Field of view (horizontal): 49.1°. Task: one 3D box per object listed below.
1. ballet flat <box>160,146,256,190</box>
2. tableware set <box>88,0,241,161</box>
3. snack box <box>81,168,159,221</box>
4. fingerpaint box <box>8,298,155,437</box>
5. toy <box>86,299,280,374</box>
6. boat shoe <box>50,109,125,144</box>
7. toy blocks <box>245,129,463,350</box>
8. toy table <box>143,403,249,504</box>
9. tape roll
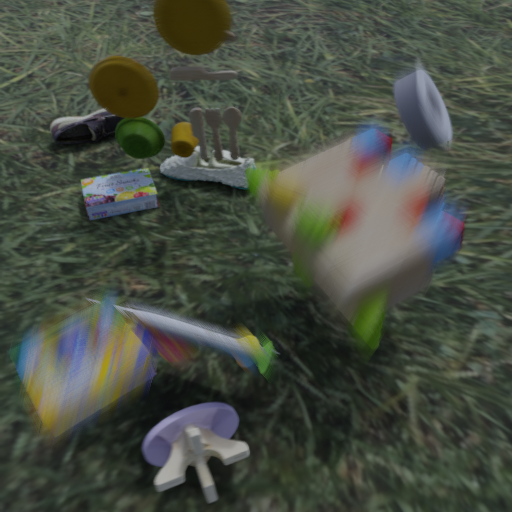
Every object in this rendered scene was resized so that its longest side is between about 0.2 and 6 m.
[{"bbox_3d":[-0.967,-1.908,11.520,2.128,0.763,0.763,10,42,13],"label":"ballet flat"},{"bbox_3d":[-1.627,-3.275,9.681,2.657,3.944,0.605,0,49,5],"label":"tableware set"},{"bbox_3d":[-2.677,-1.225,10.975,1.354,0.359,0.963,-13,43,-14],"label":"snack box"},{"bbox_3d":[-1.731,1.070,5.591,1.112,0.408,0.928,-29,51,-22],"label":"fingerpaint box"},{"bbox_3d":[-0.908,1.076,7.026,2.242,1.291,0.529,10,80,15],"label":"toy"},{"bbox_3d":[-3.699,-2.869,12.692,1.843,0.663,0.597,-11,51,-13],"label":"boat shoe"},{"bbox_3d":[1.578,-0.563,7.774,2.219,1.622,3.246,-26,46,-11],"label":"toy blocks"},{"bbox_3d":[-0.682,2.261,6.542,1.174,1.079,0.688,-28,30,-10],"label":"toy table"},{"bbox_3d":[2.864,-2.497,9.599,0.434,1.313,1.313,-23,29,34],"label":"tape roll"}]
